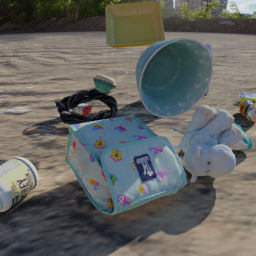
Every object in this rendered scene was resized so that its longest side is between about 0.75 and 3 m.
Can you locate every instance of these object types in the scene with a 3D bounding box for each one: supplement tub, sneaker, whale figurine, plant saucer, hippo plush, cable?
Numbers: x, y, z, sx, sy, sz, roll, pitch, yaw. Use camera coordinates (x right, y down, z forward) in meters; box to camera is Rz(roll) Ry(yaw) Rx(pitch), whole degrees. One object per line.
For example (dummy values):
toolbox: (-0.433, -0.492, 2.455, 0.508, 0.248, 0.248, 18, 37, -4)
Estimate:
supplement tub: (-3.213, 1.517, 7.369, 1.052, 1.052, 1.450, 11, 27, 22)
sneaker: (3.691, 0.056, 10.934, 1.164, 1.133, 2.924, 13, 25, -19)
sneaker: (5.512, -0.831, 12.843, 0.839, 0.850, 2.172, 12, 17, 22)
whale figurine: (-1.428, -2.583, 16.693, 1.478, 0.964, 1.857, 19, 2, -5)
plant saucer: (0.290, -4.715, 13.100, 2.613, 0.633, 2.612, -4, 63, 0)
hippo plush: (2.339, 0.474, 8.585, 2.445, 1.948, 1.966, 6, 25, 11)
cable: (-1.684, -0.941, 12.774, 2.969, 0.754, 2.422, -14, 39, -31)

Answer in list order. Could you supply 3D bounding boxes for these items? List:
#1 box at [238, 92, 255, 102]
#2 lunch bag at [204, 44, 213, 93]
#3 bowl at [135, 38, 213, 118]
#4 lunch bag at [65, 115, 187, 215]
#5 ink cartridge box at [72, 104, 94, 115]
box: (6.661, -1.531, 14.830, 1.484, 0.354, 0.905, 18, 30, 34)
lunch bag: (3.528, -3.452, 16.154, 2.319, 2.735, 1.738, 1, 24, 1)
bowl: (1.236, -1.705, 8.784, 2.499, 2.499, 1.307, -10, 33, -20)
lunch bag: (-0.094, 0.969, 7.800, 2.443, 1.749, 2.868, -10, 36, -34)
ink cartridge box: (-2.166, -0.919, 13.539, 0.960, 0.323, 0.558, 15, 29, 30)
